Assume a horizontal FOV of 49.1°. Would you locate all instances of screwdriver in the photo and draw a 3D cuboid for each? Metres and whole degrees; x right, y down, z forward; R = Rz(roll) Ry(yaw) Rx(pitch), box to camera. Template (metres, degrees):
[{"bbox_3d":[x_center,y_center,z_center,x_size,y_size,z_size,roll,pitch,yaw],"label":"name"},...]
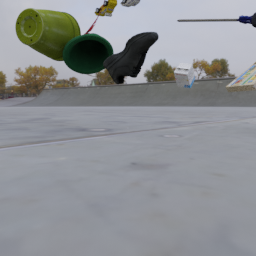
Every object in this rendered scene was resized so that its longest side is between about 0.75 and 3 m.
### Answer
[{"bbox_3d":[2.167,-2.346,5.959,2.444,0.356,0.341,20,0,34],"label":"screwdriver"}]

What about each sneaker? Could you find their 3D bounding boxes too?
[{"bbox_3d":[0.146,-1.603,6.521,0.625,0.748,1.647,-19,-9,-46],"label":"sneaker"}]

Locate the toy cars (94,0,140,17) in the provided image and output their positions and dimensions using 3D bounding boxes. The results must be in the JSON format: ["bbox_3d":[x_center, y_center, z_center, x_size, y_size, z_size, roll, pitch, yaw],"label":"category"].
[{"bbox_3d":[-0.273,-4.318,9.905,1.887,0.418,0.846,-20,-2,0],"label":"toy cars"}]

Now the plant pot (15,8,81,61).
[{"bbox_3d":[-2.571,-2.980,8.723,1.614,1.614,1.554,2,7,22],"label":"plant pot"}]

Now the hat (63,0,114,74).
[{"bbox_3d":[-1.251,-2.935,9.288,1.852,1.630,1.534,-19,-37,12],"label":"hat"}]

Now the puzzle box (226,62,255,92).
[{"bbox_3d":[3.379,-1.428,7.299,1.460,0.186,0.971,-39,17,-16],"label":"puzzle box"}]

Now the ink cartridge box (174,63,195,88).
[{"bbox_3d":[2.029,-1.915,10.025,0.527,0.514,0.820,15,-29,31],"label":"ink cartridge box"}]
